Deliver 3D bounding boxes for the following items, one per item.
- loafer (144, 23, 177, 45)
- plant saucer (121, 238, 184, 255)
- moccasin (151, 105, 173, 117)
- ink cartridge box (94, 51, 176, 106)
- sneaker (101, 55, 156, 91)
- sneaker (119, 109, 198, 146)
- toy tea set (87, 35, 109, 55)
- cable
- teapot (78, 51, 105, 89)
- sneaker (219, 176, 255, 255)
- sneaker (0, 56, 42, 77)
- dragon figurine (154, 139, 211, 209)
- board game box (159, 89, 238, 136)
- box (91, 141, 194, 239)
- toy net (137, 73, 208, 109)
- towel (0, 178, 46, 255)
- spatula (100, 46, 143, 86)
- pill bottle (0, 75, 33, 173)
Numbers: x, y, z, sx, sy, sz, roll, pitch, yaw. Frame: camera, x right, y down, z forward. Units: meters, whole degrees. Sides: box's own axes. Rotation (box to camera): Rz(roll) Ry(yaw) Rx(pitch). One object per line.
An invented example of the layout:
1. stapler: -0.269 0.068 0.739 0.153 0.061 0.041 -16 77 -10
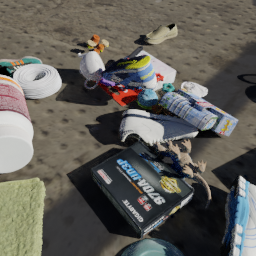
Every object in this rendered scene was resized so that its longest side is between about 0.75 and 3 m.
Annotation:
1. loafer: 1.499 -4.330 12.728 1.835 0.626 0.694 -28 51 -26
2. plant saucer: 0.517 2.856 5.477 1.567 0.302 1.567 0 43 0
3. moccasin: 1.051 -0.492 9.002 0.785 0.287 0.303 40 48 23
4. ink cartridge box: 0.230 -1.926 10.284 2.400 0.685 1.951 -24 49 -29
5. sneaker: -0.030 -1.686 9.133 0.907 1.009 2.454 -46 31 -20
6. sneaker: 0.877 0.124 8.083 2.234 0.853 0.899 8 68 2
7. toy tea set: -1.413 -3.458 12.059 0.821 0.511 1.380 33 43 -8
8. cable: -3.251 -1.706 10.027 1.647 0.570 1.647 -15 46 -16
9. teapot: -1.377 -2.159 10.208 0.833 1.126 1.141 -20 31 14
10. sneaker: 2.589 2.215 5.677 1.196 1.034 2.759 20 47 12
11. sneaker: -4.154 -2.240 10.613 1.762 0.629 0.704 -5 49 1
12. dragon figurine: 1.443 1.029 7.073 0.640 1.081 2.174 -26 64 -17
13. board game box: 2.132 -0.454 8.146 1.913 0.590 1.915 34 19 23
14. box: 0.315 1.379 6.862 1.624 0.470 2.043 -28 50 -25
15. toy net: 1.481 -1.291 9.590 2.395 0.462 1.256 -1 55 -8
16. towel: -2.833 2.340 5.845 2.177 0.535 2.935 -7 43 -8
17. spatula: -0.121 -2.340 10.476 0.651 0.237 2.305 28 69 29
18. pill bottle: -3.508 -0.167 7.726 1.539 1.539 2.696 -17 46 -17
